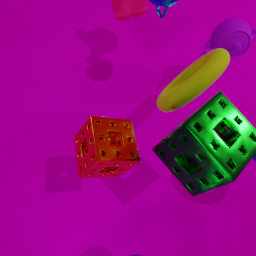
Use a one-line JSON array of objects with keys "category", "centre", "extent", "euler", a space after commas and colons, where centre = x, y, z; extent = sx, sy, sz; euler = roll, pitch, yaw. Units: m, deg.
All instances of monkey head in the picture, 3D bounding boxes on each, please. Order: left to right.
[{"category": "monkey head", "centre": [-0.028, -3.466, 7.518], "extent": [1.687, 1.017, 1.214], "euler": [7, 35, 16]}]

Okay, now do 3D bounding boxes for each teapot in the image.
[{"category": "teapot", "centre": [0.846, -2.990, 5.925], "extent": [0.829, 1.333, 0.653], "euler": [-23, 56, -31]}, {"category": "teapot", "centre": [2.646, -2.241, 7.241], "extent": [1.668, 1.037, 0.817], "euler": [-14, 43, 8]}]

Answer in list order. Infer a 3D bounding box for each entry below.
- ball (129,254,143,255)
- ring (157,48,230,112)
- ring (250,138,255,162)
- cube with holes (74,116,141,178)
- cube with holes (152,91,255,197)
[{"category": "ball", "centre": [0.177, 3.217, 5.946], "extent": [0.979, 0.979, 0.979], "euler": [0, 78, 0]}, {"category": "ring", "centre": [1.486, -1.108, 6.567], "extent": [1.995, 1.995, 0.399], "euler": [-44, 98, -8]}, {"category": "ring", "centre": [3.279, 0.848, 6.454], "extent": [0.341, 1.705, 1.705], "euler": [-44, 81, 17]}, {"category": "cube with holes", "centre": [-0.460, 0.419, 5.698], "extent": [0.928, 0.928, 0.928], "euler": [5, 59, -31]}, {"category": "cube with holes", "centre": [1.543, 0.336, 5.535], "extent": [1.273, 1.273, 1.273], "euler": [-38, 84, -32]}]
